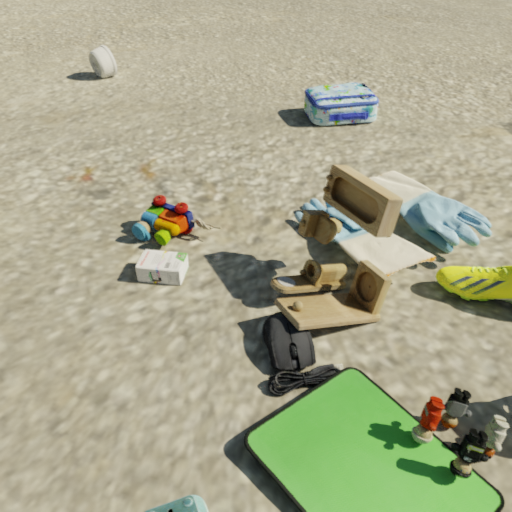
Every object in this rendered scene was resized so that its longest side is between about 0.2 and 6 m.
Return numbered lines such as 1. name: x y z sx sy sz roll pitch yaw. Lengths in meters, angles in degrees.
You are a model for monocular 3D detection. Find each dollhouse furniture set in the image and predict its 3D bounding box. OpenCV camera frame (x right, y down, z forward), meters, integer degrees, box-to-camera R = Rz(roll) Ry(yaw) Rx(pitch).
1. dollhouse furniture set: 1.162 -0.243 9.576 1.732 2.125 2.021 -2 30 -31

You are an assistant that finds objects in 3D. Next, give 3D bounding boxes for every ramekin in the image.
1. ramekin: -5.742 -7.200 20.895 0.598 1.140 1.140 -34 46 -25

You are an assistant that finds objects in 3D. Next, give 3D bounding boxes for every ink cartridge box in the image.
1. ink cartridge box: -1.799 0.218 10.766 0.866 0.364 0.627 5 35 7

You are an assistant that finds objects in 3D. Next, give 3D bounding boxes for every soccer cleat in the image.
1. soccer cleat: 4.364 0.434 9.959 2.204 0.922 0.712 15 37 20

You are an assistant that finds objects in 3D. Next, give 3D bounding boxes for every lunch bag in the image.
1. lunch bag: 2.659 -4.737 17.526 2.143 0.884 1.723 -6 38 -7

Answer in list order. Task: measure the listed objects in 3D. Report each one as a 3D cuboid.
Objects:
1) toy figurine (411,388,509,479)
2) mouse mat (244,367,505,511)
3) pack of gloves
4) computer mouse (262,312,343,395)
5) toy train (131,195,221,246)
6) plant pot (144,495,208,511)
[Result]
1. toy figurine: 2.686 2.320 7.383 0.987 0.697 1.002 -5 30 -42
2. mouse mat: 1.465 2.738 7.213 2.223 0.104 2.763 -24 47 -31
3. pack of gloves: 2.800 -0.575 11.924 3.092 0.726 3.680 -20 32 -17
4. computer mouse: 0.598 1.400 8.978 1.191 0.453 1.720 -9 36 -11
5. toy train: -1.699 -0.572 11.693 1.705 0.722 0.987 20 50 26
6. plant pot: -0.841 3.145 5.997 0.956 0.977 0.959 -13 37 -18
